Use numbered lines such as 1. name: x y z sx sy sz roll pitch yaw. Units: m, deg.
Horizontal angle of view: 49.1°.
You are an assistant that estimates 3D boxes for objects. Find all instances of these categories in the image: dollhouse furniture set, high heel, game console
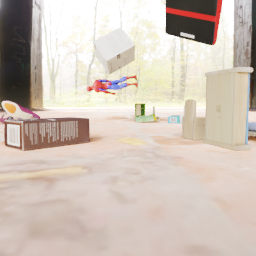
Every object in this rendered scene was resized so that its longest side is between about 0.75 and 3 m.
1. dollhouse furniture set: 0.811 -0.759 13.600 1.133 0.875 2.268 -1 5 -6
2. high heel: -4.583 -0.713 12.113 1.666 0.561 0.799 25 7 -14
3. game console: 1.693 -3.117 7.482 0.267 1.520 1.718 -33 45 -30
4. dollhouse furniture set: 2.937 -0.470 6.625 2.463 1.607 2.325 -1 6 -19

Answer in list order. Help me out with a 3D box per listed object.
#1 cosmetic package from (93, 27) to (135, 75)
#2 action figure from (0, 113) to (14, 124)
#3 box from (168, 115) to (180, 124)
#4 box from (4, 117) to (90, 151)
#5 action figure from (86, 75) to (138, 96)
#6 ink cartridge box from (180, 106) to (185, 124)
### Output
1. cosmetic package: -0.464 -2.657 9.697 1.138 0.938 0.938 -32 -18 -9
2. action figure: -5.200 -0.292 11.888 0.781 0.523 0.582 -1 36 18
3. box: 2.193 -0.406 12.815 0.535 0.320 1.301 2 6 18
4. box: -1.732 0.080 6.182 0.830 0.621 1.657 5 5 43
5. action figure: -0.750 -1.961 13.007 2.404 0.787 0.621 -6 -25 2
6. ink cartridge box: 2.614 -0.586 12.191 0.904 0.796 0.202 -4 7 -42
